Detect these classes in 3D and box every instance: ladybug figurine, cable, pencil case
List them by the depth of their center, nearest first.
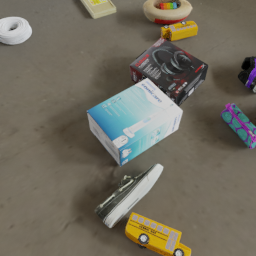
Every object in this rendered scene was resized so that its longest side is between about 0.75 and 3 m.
[{"bbox_3d":[3.373,-0.082,8.277,0.591,0.642,1.389,-37,58,7],"label":"pencil case"},{"bbox_3d":[-4.489,-3.821,10.918,1.342,0.465,1.343,38,64,23],"label":"cable"},{"bbox_3d":[1.598,-4.732,11.376,1.997,0.718,1.355,1,55,0],"label":"ladybug figurine"}]

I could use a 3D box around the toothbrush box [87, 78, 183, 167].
[{"bbox_3d":[0.194,-0.230,8.181,2.231,0.951,1.633,-32,62,-20],"label":"toothbrush box"}]

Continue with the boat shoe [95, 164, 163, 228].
[{"bbox_3d":[0.053,1.542,7.122,0.659,0.731,2.069,40,66,22],"label":"boat shoe"}]

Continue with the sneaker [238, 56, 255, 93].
[{"bbox_3d":[4.583,-2.208,9.636,1.110,0.776,2.232,37,64,23],"label":"sneaker"}]

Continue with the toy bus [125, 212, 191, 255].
[{"bbox_3d":[0.703,2.588,6.551,1.557,0.507,0.610,19,57,13],"label":"toy bus"}]

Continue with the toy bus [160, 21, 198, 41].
[{"bbox_3d":[1.958,-3.738,10.844,1.346,0.438,0.527,-16,56,-8],"label":"toy bus"}]

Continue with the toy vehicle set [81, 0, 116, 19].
[{"bbox_3d":[-1.331,-5.418,12.150,1.041,0.222,1.675,-23,59,-15],"label":"toy vehicle set"}]

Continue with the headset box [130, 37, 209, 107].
[{"bbox_3d":[1.243,-1.885,9.282,2.190,0.846,1.630,40,72,22],"label":"headset box"}]
